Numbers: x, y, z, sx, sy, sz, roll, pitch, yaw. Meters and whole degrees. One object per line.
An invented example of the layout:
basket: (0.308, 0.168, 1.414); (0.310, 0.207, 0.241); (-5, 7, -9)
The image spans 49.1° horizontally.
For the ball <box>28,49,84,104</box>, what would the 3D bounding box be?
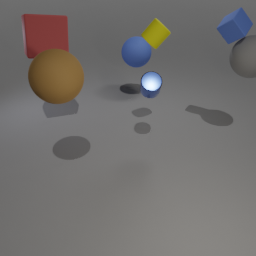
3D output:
ball: (-1.841, -1.320, 7.232); (1.400, 1.400, 1.400); (0, 30, 0)

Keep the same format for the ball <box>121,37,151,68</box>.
ball: (0.395, -3.546, 13.109); (1.400, 1.400, 1.400); (0, 30, 0)

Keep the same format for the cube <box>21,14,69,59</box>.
cube: (-2.954, -3.267, 9.966); (1.400, 1.400, 1.400); (-7, 22, -22)

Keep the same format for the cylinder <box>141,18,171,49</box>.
cylinder: (0.911, -3.085, 9.170); (0.700, 0.700, 0.700); (37, 23, -19)

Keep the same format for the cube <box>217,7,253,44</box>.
cube: (3.488, -3.329, 9.156); (0.700, 0.700, 0.700); (-53, 19, -25)

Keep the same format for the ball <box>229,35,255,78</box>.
ball: (4.155, -2.388, 9.418); (1.400, 1.400, 1.400); (0, 30, 0)

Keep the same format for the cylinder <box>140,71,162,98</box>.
cylinder: (0.763, -1.431, 9.375); (0.700, 0.700, 0.700); (0, -14, 0)
